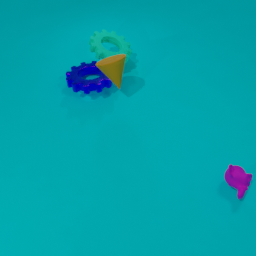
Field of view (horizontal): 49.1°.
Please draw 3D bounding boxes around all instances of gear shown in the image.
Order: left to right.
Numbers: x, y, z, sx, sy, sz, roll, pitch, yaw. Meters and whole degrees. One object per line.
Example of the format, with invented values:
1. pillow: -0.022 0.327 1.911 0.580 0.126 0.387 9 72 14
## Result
1. gear: -1.263 -1.746 9.505 1.648 0.305 1.648 -2 41 2
2. gear: -0.607 -2.832 9.801 1.491 0.276 1.491 11 53 -15

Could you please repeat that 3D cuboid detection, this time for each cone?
1. cone: -0.391 -1.642 8.623 0.963 0.966 0.963 -15 25 7

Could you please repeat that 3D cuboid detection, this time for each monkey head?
1. monkey head: 2.718 1.349 7.055 0.640 1.061 0.764 19 65 30
